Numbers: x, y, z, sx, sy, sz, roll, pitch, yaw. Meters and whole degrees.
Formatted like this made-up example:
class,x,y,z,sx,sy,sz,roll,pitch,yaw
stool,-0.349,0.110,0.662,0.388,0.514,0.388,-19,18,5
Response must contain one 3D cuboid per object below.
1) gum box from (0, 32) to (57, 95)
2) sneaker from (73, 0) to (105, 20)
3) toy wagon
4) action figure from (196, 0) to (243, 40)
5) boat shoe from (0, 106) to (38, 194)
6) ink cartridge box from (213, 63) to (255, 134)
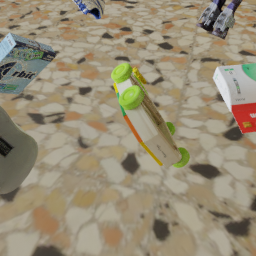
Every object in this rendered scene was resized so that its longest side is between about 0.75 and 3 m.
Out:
class,x,y,z,sx,sy,sz,roll,pitch,yaw
gum box,-2.327,-1.242,5.733,0.306,1.375,1.168,57,21,11
sneaker,-1.334,-3.882,8.543,1.571,0.692,0.591,11,-15,-40
toy wagon,0.213,-0.218,3.307,0.299,1.171,1.510,-33,38,12
action figure,2.611,-3.393,6.555,0.864,2.491,1.621,-2,36,-46
boat shoe,-1.519,0.111,2.793,0.805,1.887,0.697,31,70,9
ink cartridge box,2.005,-0.515,4.344,0.972,0.303,1.208,-7,51,-7
